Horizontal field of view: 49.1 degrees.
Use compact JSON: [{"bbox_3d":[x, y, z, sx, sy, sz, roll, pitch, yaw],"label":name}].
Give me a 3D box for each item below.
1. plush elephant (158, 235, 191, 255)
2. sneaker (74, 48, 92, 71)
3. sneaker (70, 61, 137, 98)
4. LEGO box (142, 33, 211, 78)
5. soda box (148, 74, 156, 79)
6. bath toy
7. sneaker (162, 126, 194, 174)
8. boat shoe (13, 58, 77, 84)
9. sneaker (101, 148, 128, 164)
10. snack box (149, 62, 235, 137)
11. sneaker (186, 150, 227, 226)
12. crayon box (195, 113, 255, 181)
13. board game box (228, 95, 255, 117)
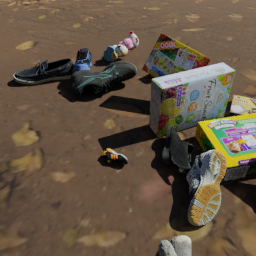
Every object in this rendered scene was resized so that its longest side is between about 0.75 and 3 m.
[{"bbox_3d":[0.952,3.200,5.399,2.203,2.071,2.674,-14,43,-16],"label":"plush elephant"},{"bbox_3d":[-2.153,-3.241,13.194,0.795,0.883,2.267,-4,21,-1],"label":"sneaker"},{"bbox_3d":[-0.990,-2.028,12.337,2.998,1.130,1.188,-15,52,-4],"label":"sneaker"},{"bbox_3d":[1.893,-2.485,11.080,2.145,1.597,0.828,30,13,6],"label":"LEGO box"},{"bbox_3d":[1.909,-2.917,13.535,1.917,0.607,0.678,-29,49,-28],"label":"soda box"},{"bbox_3d":[-0.222,-4.415,15.015,1.103,0.937,2.536,24,46,25],"label":"bath toy"},{"bbox_3d":[1.726,0.652,9.284,1.014,0.584,1.944,-7,43,27],"label":"sneaker"},{"bbox_3d":[-3.882,-2.714,13.092,2.899,0.902,1.082,-9,44,-8],"label":"boat shoe"},{"bbox_3d":[-0.446,1.036,9.243,0.974,0.341,0.438,24,52,31],"label":"sneaker"},{"bbox_3d":[2.281,-1.033,10.219,2.972,2.114,0.787,-16,43,-18],"label":"snack box"},{"bbox_3d":[2.134,1.737,8.168,0.873,1.012,2.308,39,61,-19],"label":"sneaker"},{"bbox_3d":[3.899,0.538,9.464,2.541,0.741,2.192,-8,41,-9],"label":"crayon box"},{"bbox_3d":[5.093,-0.662,11.153,1.943,0.336,1.316,15,43,17],"label":"board game box"}]
